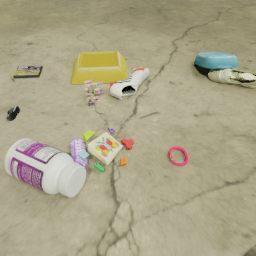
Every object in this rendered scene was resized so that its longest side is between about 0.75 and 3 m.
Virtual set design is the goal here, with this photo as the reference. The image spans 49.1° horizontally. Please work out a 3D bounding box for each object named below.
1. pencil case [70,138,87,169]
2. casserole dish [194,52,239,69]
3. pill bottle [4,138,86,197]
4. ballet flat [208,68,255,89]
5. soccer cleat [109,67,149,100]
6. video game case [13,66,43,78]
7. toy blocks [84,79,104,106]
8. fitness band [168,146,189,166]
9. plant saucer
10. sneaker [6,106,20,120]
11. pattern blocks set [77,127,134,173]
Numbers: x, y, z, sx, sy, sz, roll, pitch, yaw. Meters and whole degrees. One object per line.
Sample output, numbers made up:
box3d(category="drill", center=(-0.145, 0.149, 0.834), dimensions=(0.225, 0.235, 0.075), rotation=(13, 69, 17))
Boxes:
box3d(category="pencil case", center=(-1.588, 0.843, 8.938), dimensions=(0.517, 0.527, 1.232), rotation=(-25, 38, 1))
box3d(category="casserole dish", center=(4.372, -3.430, 14.014), dimensions=(1.721, 0.551, 2.841), rotation=(-4, 21, -2))
box3d(category="pill bottle", center=(-2.320, 1.156, 7.993), dimensions=(2.155, 1.210, 1.210), rotation=(19, 41, 23))
box3d(category="ballet flat", center=(4.923, -2.404, 12.935), dimensions=(2.406, 0.836, 0.836), rotation=(13, 39, 17))
box3d(category="soccer cleat", center=(0.219, -1.972, 12.561), dimensions=(2.374, 0.815, 1.011), rotation=(-31, 53, -29))
box3d(category="video game case", center=(-5.044, -2.847, 14.191), dimensions=(1.246, 0.159, 1.126), rotation=(-2, 37, -4))
box3d(category="toy blocks", center=(-1.387, -1.534, 11.859), dimensions=(0.769, 0.854, 0.914), rotation=(-10, 35, -5))
box3d(category="fitness band", center=(1.656, 0.923, 9.189), dimensions=(0.598, 0.156, 0.833), rotation=(0, 38, -5))
box3d(category="plant saucer", center=(-1.452, -3.201, 14.236), dimensions=(2.815, 0.682, 2.815), rotation=(-2, 37, -4))
box3d(category="sneaker", center=(-4.622, -0.542, 11.076), dimensions=(0.368, 0.318, 0.840), rotation=(-10, 32, 16))
box3d(category="pattern blocks set", center=(-0.700, 0.622, 9.034), dimensions=(1.677, 0.155, 1.908), rotation=(30, 40, 0))
